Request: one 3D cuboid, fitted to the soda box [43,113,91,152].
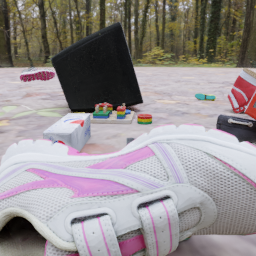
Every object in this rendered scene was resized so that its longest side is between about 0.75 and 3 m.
[{"bbox_3d":[-1.284,0.142,6.241,0.578,0.622,1.823,1,14,4],"label":"soda box"}]

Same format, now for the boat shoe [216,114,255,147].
[{"bbox_3d":[3.165,0.081,6.139,2.507,0.756,0.926,2,8,4],"label":"boat shoe"}]

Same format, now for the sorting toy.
[{"bbox_3d":[-0.596,-0.520,9.053,2.776,0.469,1.338,1,15,6],"label":"sorting toy"}]

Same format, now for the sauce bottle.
[{"bbox_3d":[0.945,0.387,5.362,1.965,0.648,0.648,-3,15,-2],"label":"sauce bottle"}]

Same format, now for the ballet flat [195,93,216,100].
[{"bbox_3d":[3.528,-1.384,12.761,0.957,0.320,0.321,8,-5,19],"label":"ballet flat"}]

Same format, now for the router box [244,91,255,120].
[{"bbox_3d":[4.064,-0.138,5.523,2.695,0.658,2.418,-12,42,-40],"label":"router box"}]

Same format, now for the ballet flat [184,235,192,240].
[{"bbox_3d":[0.369,1.119,3.227,0.751,0.272,0.255,2,15,6],"label":"ballet flat"}]

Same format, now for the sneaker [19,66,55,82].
[{"bbox_3d":[-2.566,-1.556,7.929,0.964,0.355,0.422,-10,44,-13],"label":"sneaker"}]

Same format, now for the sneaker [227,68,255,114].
[{"bbox_3d":[4.654,-0.770,9.631,0.923,1.457,2.591,-12,49,-46],"label":"sneaker"}]

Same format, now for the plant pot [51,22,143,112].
[{"bbox_3d":[-1.367,-2.070,10.689,2.588,2.911,2.918,-22,19,-11],"label":"plant pot"}]

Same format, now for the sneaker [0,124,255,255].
[{"bbox_3d":[-0.104,0.833,2.569,2.943,1.197,1.298,-7,33,16],"label":"sneaker"}]
